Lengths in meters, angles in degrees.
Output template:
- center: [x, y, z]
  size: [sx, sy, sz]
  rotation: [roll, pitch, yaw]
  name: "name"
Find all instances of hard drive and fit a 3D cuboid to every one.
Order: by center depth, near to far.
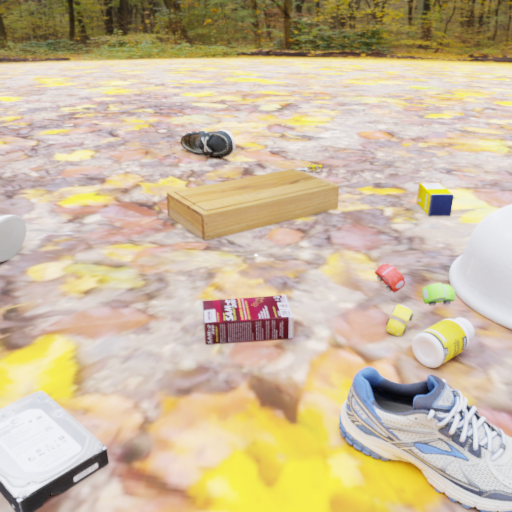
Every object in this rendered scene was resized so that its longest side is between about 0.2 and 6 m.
- center: [-2.272, 1.935, 5.693]
  size: [1.349, 0.255, 0.942]
  rotation: [21, 31, 40]
  name: "hard drive"

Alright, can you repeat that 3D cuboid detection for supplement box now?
- center: [-0.130, 0.885, 7.858]
  size: [1.216, 0.370, 0.662]
  rotation: [-4, 25, -6]
  name: "supplement box"
- center: [3.956, -1.258, 12.429]
  size: [0.496, 0.499, 0.912]
  rotation: [0, 25, -2]
  name: "supplement box"

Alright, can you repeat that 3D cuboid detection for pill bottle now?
- center: [2.453, 1.094, 7.277]
  size: [0.834, 0.467, 0.467]
  rotation: [-19, 30, -35]
  name: "pill bottle"

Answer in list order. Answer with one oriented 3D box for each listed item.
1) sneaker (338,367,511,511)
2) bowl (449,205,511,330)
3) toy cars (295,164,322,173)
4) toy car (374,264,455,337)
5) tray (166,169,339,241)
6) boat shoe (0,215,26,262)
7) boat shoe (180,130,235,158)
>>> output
- center: [1.813, 1.695, 5.418]
  size: [2.139, 0.911, 0.824]
  rotation: [14, 28, 26]
  name: "sneaker"
- center: [4.862, -0.100, 8.641]
  size: [3.440, 1.546, 3.440]
  rotation: [1, 24, 0]
  name: "bowl"
- center: [1.372, -2.311, 15.145]
  size: [0.888, 0.197, 0.398]
  rotation: [-15, 23, -24]
  name: "toy cars"
- center: [2.287, 0.543, 7.924]
  size: [1.062, 0.252, 1.128]
  rotation: [-6, 62, 4]
  name: "toy car"
- center: [-0.041, -1.225, 12.229]
  size: [3.400, 0.630, 1.677]
  rotation: [-14, 28, -31]
  name: "tray"
- center: [-4.856, -0.141, 9.616]
  size: [0.712, 0.791, 2.237]
  rotation: [8, 27, 13]
  name: "boat shoe"
- center: [-1.461, -3.319, 16.678]
  size: [0.680, 0.852, 2.254]
  rotation: [-16, 17, -34]
  name: "boat shoe"
